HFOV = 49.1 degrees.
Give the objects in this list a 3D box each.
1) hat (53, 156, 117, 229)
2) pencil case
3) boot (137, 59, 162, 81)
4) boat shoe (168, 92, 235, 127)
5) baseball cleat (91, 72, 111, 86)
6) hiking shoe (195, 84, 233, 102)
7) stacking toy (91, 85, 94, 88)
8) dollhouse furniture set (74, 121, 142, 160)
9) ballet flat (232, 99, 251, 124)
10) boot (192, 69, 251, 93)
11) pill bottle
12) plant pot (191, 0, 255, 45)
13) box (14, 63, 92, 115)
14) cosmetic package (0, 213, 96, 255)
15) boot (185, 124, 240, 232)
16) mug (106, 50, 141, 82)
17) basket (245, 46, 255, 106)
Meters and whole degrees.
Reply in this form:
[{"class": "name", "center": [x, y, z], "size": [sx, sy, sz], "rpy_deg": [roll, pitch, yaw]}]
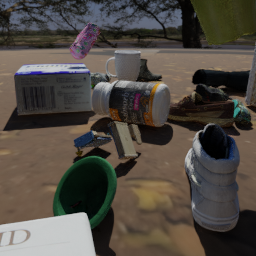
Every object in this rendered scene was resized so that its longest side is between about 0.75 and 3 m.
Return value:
[{"class": "hat", "center": [-0.435, 1.284, 5.057], "size": [1.233, 1.310, 1.488], "rpy_deg": [0, 60, 32]}, {"class": "pencil case", "center": [-1.818, -3.690, 11.842], "size": [0.761, 0.761, 1.740], "rpy_deg": [10, 57, 25]}, {"class": "boot", "center": [1.124, -3.575, 17.110], "size": [1.974, 1.290, 0.668], "rpy_deg": [1, 20, 4]}, {"class": "boat shoe", "center": [2.240, -0.753, 9.585], "size": [2.750, 0.990, 0.992], "rpy_deg": [13, 23, 33]}, {"class": "baseball cleat", "center": [-1.392, -2.692, 15.278], "size": [1.314, 0.861, 2.470], "rpy_deg": [-10, 23, -26]}, {"class": "hiking shoe", "center": [3.719, -1.473, 12.355], "size": [0.882, 0.664, 1.753], "rpy_deg": [-1, 27, -28]}, {"class": "stacking toy", "center": [-2.520, -2.206, 14.785], "size": [0.890, 0.277, 1.181], "rpy_deg": [15, 24, 36]}, {"class": "dollhouse furniture set", "center": [-0.471, 0.522, 7.070], "size": [1.335, 0.871, 1.260], "rpy_deg": [-25, -16, 26]}, {"class": "ballet flat", "center": [3.937, -0.535, 9.812], "size": [0.651, 0.651, 1.753], "rpy_deg": [5, 22, 13]}, {"class": "boot", "center": [4.796, -2.330, 13.794], "size": [2.443, 1.110, 2.908], "rpy_deg": [-3, 13, -18]}, {"class": "pill bottle", "center": [0.098, -0.858, 9.323], "size": [2.403, 1.398, 1.398], "rpy_deg": [8, 21, 24]}, {"class": "plant pot", "center": [2.049, -2.602, 5.900], "size": [1.583, 1.455, 1.583], "rpy_deg": [-19, 17, 6]}, {"class": "box", "center": [-2.990, -1.695, 11.407], "size": [2.718, 1.551, 2.956], "rpy_deg": [-4, 19, -14]}, {"class": "cosmetic package", "center": [-0.879, 1.809, 1.202], "size": [1.764, 1.754, 2.108], "rpy_deg": [-5, 19, -13]}, {"class": "boot", "center": [1.650, 0.541, 5.384], "size": [1.041, 1.353, 2.831], "rpy_deg": [3, 20, 7]}, {"class": "mug", "center": [-0.289, -3.494, 16.115], "size": [2.001, 1.754, 1.477], "rpy_deg": [-1, 22, -6]}, {"class": "basket", "center": [6.370, -2.009, 10.711], "size": [2.630, 2.654, 2.134], "rpy_deg": [-9, 23, -23]}]
